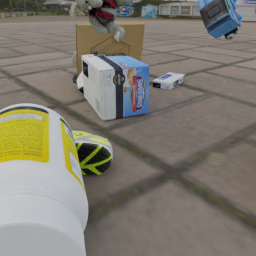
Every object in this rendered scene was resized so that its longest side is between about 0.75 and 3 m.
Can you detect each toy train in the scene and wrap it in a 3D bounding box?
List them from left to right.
[{"bbox_3d":[2.949,-4.182,9.343,1.109,2.558,1.461,-23,-15,35],"label":"toy train"}]

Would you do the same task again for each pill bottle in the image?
[{"bbox_3d":[-1.494,0.881,4.052,1.690,1.690,2.956,-7,25,-14],"label":"pill bottle"}]

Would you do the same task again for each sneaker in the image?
[{"bbox_3d":[-1.527,0.448,6.108,2.436,0.919,0.931,12,18,1],"label":"sneaker"}]

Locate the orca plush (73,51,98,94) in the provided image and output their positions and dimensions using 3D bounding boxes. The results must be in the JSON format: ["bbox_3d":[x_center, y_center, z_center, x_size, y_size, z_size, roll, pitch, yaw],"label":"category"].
[{"bbox_3d":[-1.459,-2.039,11.417,1.393,0.941,2.648,-27,36,5],"label":"orca plush"}]

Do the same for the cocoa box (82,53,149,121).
[{"bbox_3d":[-0.465,-1.472,9.183,1.557,1.583,2.373,-9,27,-19],"label":"cocoa box"}]

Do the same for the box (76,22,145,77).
[{"bbox_3d":[-0.800,-3.450,12.510,2.978,2.434,0.317,-7,40,-16],"label":"box"}]

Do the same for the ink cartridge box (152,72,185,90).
[{"bbox_3d":[1.763,-2.016,11.890,0.814,0.321,1.637,15,30,30],"label":"ink cartridge box"}]

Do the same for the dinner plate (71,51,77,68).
[{"bbox_3d":[-1.723,-3.142,13.115,1.811,1.811,0.219,-6,67,-14],"label":"dinner plate"}]

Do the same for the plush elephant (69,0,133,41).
[{"bbox_3d":[-0.943,-3.774,8.575,1.843,1.518,1.427,28,14,28],"label":"plush elephant"}]
